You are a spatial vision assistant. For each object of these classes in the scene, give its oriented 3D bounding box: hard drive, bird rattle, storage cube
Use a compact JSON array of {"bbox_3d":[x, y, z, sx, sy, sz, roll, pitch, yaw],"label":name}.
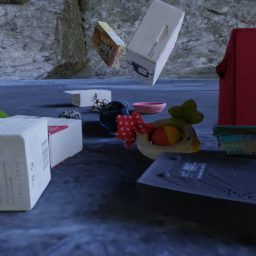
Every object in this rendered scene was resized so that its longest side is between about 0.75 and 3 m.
[{"bbox_3d":[1.705,0.973,4.544,2.788,0.590,1.880,5,13,20],"label":"hard drive"},{"bbox_3d":[0.868,0.109,7.311,2.362,1.331,1.926,-4,29,-7],"label":"bird rattle"},{"bbox_3d":[3.434,-0.745,6.683,2.592,2.330,2.215,3,-14,10],"label":"storage cube"}]

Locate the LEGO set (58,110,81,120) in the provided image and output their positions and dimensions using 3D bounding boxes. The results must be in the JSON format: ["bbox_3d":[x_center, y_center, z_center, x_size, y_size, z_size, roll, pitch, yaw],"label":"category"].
[{"bbox_3d":[-2.549,-0.513,11.510,1.076,0.469,1.656,4,13,14],"label":"LEGO set"}]

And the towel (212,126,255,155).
[{"bbox_3d":[2.805,0.337,5.984,1.637,0.242,2.233,0,-15,26],"label":"towel"}]

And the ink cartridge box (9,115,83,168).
[{"bbox_3d":[-2.423,0.262,7.073,2.081,0.862,1.527,5,14,17],"label":"ink cartridge box"}]

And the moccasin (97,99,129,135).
[{"bbox_3d":[-0.355,-0.512,10.219,1.202,1.019,2.987,-4,13,-18],"label":"moccasin"}]

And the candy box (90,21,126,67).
[{"bbox_3d":[-0.922,-3.677,12.283,0.532,1.110,1.923,-8,50,-37],"label":"candy box"}]

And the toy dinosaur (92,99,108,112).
[{"bbox_3d":[-1.178,-1.016,13.800,1.235,0.703,2.326,14,10,-38],"label":"toy dinosaur"}]

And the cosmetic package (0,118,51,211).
[{"bbox_3d":[-2.260,0.562,4.803,1.523,1.274,1.267,-1,14,-1],"label":"cosmetic package"}]

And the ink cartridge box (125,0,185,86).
[{"bbox_3d":[0.828,-2.658,9.208,1.062,1.823,2.519,28,-4,5],"label":"ink cartridge box"}]

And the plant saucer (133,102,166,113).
[{"bbox_3d":[1.037,-1.000,13.712,1.625,0.412,1.625,-1,11,0],"label":"plant saucer"}]

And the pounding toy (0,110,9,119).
[{"bbox_3d":[-5.637,-0.682,10.435,2.719,1.262,2.099,13,17,43],"label":"pounding toy"}]

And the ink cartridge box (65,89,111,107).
[{"bbox_3d":[-2.347,-1.728,16.136,2.413,0.818,1.389,-7,14,-30],"label":"ink cartridge box"}]
